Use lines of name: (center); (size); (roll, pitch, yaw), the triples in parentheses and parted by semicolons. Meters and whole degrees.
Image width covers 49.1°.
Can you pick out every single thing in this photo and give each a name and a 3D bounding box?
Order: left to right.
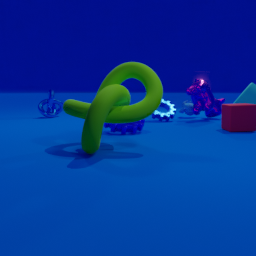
knot shape: (-3.123, -0.892, 11.572); (0.565, 1.223, 1.144); (4, -22, 19)
knot shape: (-0.452, -0.409, 5.371); (1.994, 0.921, 1.866); (-45, 24, -28)
gear: (-0.125, -0.211, 7.486); (1.127, 0.208, 1.127); (7, 30, -4)
gear: (1.204, -0.670, 10.181); (1.067, 0.197, 1.067); (6, 43, -5)
monkey head: (2.442, -0.719, 11.448); (1.001, 0.720, 0.603); (10, 44, -35)
cow figurine: (2.970, -1.121, 10.661); (0.943, 1.719, 1.691); (-14, 17, 38)
cube: (3.060, -0.299, 7.766); (0.716, 0.716, 0.716); (-2, 8, 0)
cylinder: (4.125, -0.807, 9.180); (0.989, 0.989, 0.989); (40, 19, 11)
